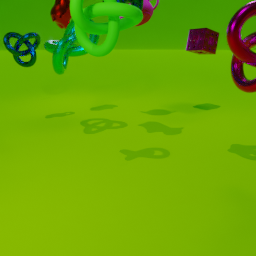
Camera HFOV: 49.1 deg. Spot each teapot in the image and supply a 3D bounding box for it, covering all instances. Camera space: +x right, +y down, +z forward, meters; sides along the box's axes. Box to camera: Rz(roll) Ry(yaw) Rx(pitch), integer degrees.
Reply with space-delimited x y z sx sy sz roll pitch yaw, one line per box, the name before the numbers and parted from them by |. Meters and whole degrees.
teapot | 0.197 -3.495 8.294 1.529 0.749 0.951 -17 -7 11

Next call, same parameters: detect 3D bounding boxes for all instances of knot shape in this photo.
knot shape | -3.146 -2.531 8.621 1.063 1.136 0.525 -41 39 -12
knot shape | 2.428 -1.523 5.068 1.619 1.515 0.748 -18 18 47
knot shape | -1.431 -2.224 7.282 1.526 0.754 1.631 -34 35 14
knot shape | -0.468 -1.858 4.611 1.254 1.174 0.580 -25 50 18

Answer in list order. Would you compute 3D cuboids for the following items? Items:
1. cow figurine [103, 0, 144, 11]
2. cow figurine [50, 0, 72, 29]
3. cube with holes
cow figurine | 0.010 -3.243 6.033 0.849 1.522 1.546 -6 30 -28
cow figurine | -2.022 -3.989 8.720 0.796 1.450 1.427 27 -10 32
cube with holes | 2.613 -3.022 9.820 0.741 0.741 0.741 3 10 -37
